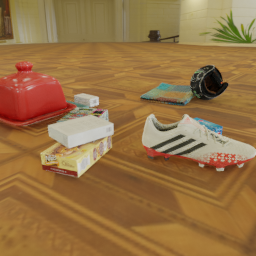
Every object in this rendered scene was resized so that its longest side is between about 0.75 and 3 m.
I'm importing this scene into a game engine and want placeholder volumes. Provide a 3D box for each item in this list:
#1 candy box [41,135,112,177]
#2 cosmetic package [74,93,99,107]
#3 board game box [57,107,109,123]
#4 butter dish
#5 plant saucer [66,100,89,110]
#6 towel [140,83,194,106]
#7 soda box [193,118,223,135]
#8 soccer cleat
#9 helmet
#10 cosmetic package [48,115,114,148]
[{"bbox_3d":[-1.244,0.563,7.168,1.022,0.490,1.771,9,22,21],"label":"candy box"},{"bbox_3d":[-1.767,-1.184,11.884,1.008,0.359,0.511,17,27,38],"label":"cosmetic package"},{"bbox_3d":[-1.429,-0.205,9.174,1.166,0.508,1.580,4,22,13],"label":"board game box"},{"bbox_3d":[-3.654,-1.390,10.139,2.703,2.003,2.710,17,26,35],"label":"butter dish"},{"bbox_3d":[-2.384,-0.945,11.572,1.725,0.164,0.603,17,27,35],"label":"plant saucer"},{"bbox_3d":[2.057,-1.646,13.163,2.129,0.315,2.903,9,23,24],"label":"towel"},{"bbox_3d":[2.452,-0.014,8.891,0.356,0.337,1.049,-14,26,-33],"label":"soda box"},{"bbox_3d":[1.713,0.274,6.956,2.798,1.192,0.960,6,22,16],"label":"soccer cleat"},{"bbox_3d":[3.521,-2.004,12.372,1.590,1.590,1.516,-2,13,-4],"label":"helmet"},{"bbox_3d":[-1.221,0.049,7.305,1.368,0.353,1.031,-17,28,-37],"label":"cosmetic package"}]
